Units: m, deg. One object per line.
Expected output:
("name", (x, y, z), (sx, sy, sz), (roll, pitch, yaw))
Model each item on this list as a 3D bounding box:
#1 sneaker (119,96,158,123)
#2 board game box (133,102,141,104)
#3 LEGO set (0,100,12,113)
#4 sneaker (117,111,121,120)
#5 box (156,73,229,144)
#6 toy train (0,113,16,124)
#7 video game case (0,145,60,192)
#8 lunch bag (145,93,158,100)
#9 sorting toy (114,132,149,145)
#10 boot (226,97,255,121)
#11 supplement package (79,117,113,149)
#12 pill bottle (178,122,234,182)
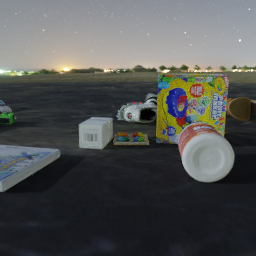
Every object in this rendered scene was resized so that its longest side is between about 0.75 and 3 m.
("sneaker", (1.048, -0.727, 12.826), (1.260, 1.055, 2.847), (18, 28, 41))
("board game box", (0.618, -1.610, 18.475), (0.943, 0.232, 1.194), (3, 13, 16))
("LEGO set", (-8.119, -1.125, 16.096), (2.020, 0.664, 2.704), (-9, 26, -38))
("sneaker", (-0.075, -0.666, 13.481), (0.751, 0.491, 1.306), (5, 16, 10))
("box", (2.090, -0.681, 9.408), (2.157, 2.239, 1.366), (2, 12, 9))
("toy train", (-6.145, -0.417, 12.558), (2.221, 0.463, 0.626), (1, 23, 6))
("video game case", (-3.230, 0.872, 6.923), (2.196, 0.265, 2.409), (3, 13, 14))
("lunch bag", (1.461, -1.483, 15.878), (0.715, 0.861, 1.027), (15, 4, -41))
("sorting toy", (0.101, 0.342, 9.469), (1.147, 0.226, 1.239), (0, 12, -1))
("boot", (5.204, -1.017, 14.094), (2.924, 1.077, 2.262), (1, 8, -36))
("supplement package", (-1.017, 0.135, 9.151), (0.768, 0.771, 1.314), (2, 12, 10))
("pill bottle", (1.798, 0.461, 6.840), (1.096, 1.096, 1.954), (1, 12, 5))
